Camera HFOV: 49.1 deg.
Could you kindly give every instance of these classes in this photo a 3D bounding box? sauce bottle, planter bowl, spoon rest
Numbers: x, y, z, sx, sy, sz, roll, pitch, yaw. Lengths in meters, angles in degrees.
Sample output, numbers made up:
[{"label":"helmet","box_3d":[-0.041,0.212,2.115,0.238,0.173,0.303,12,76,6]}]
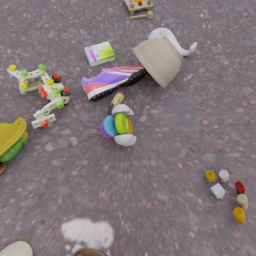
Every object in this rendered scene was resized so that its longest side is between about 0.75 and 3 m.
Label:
[{"label":"sauce bottle","box_3d":[-0.426,-0.747,9.134,0.305,0.305,0.924,25,74,14]},{"label":"planter bowl","box_3d":[1.086,-2.275,9.073,1.102,1.638,1.638,-38,62,16]},{"label":"spoon rest","box_3d":[1.633,-3.187,10.477,1.954,0.592,0.971,33,67,28]}]

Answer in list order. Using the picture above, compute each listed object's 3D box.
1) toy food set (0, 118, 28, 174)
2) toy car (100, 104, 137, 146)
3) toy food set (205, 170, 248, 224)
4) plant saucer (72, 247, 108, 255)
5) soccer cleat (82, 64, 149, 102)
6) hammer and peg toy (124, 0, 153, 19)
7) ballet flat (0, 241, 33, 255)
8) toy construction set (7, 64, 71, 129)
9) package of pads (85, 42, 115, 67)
[{"label":"toy food set","box_3d":[-3.786,0.733,8.109,1.386,0.770,2.356,20,57,39]},{"label":"toy car","box_3d":[-0.314,-0.035,8.194,0.972,1.296,1.134,-8,82,10]},{"label":"toy food set","box_3d":[2.756,1.787,7.603,0.716,0.675,1.500,-34,46,-3]},{"label":"plant saucer","box_3d":[-0.431,3.684,5.580,0.481,2.629,2.629,-2,52,-41]},{"label":"soccer cleat","box_3d":[-0.355,-1.738,9.348,2.416,0.824,0.884,-27,82,-11]},{"label":"hammer and peg toy","box_3d":[0.452,-5.116,11.579,1.090,0.523,1.482,-15,61,-9]},{"label":"ballet flat","box_3d":[-3.203,3.864,6.050,1.042,1.042,2.999,24,62,13]},{"label":"toy construction set","box_3d":[-2.754,-1.121,8.925,1.513,1.063,2.308,-13,66,-35]},{"label":"package of pads","box_3d":[-1.037,-2.730,10.293,0.979,0.334,0.756,-18,63,-11]}]
